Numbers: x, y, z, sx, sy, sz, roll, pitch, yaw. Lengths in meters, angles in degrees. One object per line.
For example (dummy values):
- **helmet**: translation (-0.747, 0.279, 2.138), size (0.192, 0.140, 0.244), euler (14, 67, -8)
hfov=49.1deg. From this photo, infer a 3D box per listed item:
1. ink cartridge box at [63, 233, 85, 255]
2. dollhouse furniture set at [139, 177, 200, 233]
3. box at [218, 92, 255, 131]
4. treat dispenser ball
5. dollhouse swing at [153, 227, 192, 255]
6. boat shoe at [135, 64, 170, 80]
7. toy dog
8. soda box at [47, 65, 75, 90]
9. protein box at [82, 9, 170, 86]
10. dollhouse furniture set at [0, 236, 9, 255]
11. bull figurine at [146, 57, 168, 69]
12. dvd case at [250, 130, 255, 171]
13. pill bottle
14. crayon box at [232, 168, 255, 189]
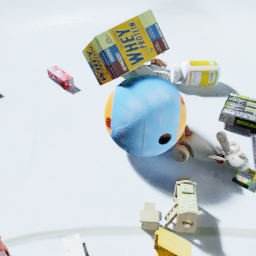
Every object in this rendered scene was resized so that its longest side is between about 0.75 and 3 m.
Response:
- **ink cartridge box**: translation (-1.459, 3.402, 7.652), size (0.501, 0.232, 0.920), euler (-13, 40, -15)
- **dollhouse furniture set**: translation (1.218, 2.046, 8.629), size (1.666, 1.047, 1.884), euler (3, 40, 3)
- **box**: translation (5.291, -0.671, 12.129), size (2.305, 0.548, 2.226), euler (17, 33, 20)
- **treat dispenser ball**: translation (0.628, -0.452, 10.191), size (2.976, 2.976, 2.976), euler (0, 40, 0)
- **dollhouse swing**: translation (0.946, 3.432, 6.773), size (1.201, 1.322, 1.162), euler (21, 46, 23)
- **boat shoe**: translation (1.317, -3.048, 15.019), size (1.944, 0.708, 0.601), euler (16, 44, 8)
- **toy dog**: translation (2.890, 0.607, 10.025), size (2.667, 1.284, 1.759), euler (1, 37, 11)
- **soda box**: translation (-3.543, -2.657, 14.652), size (0.620, 0.562, 1.771), euler (-29, 47, -31)
- **protein box**: translation (-0.179, -2.894, 10.432), size (2.301, 1.553, 2.285), euler (-33, 12, -17)
- **dollhouse furniture set**: translation (-3.966, 3.431, 7.060), size (1.750, 0.942, 0.712), euler (-22, 44, -24)
- **bull figurine**: translation (1.617, -3.550, 15.496), size (0.859, 1.415, 0.461), euler (-19, 74, 30)
- **dvd case**: translation (5.739, 0.883, 10.623), size (1.965, 0.211, 2.642), euler (10, 39, 12)
- **pill bottle**: translation (3.378, -2.791, 14.244), size (2.292, 1.273, 1.273), euler (-1, 40, -1)
- **crayon box**: translation (4.098, 1.649, 9.746), size (0.569, 0.233, 0.905), euler (28, 47, 30)
